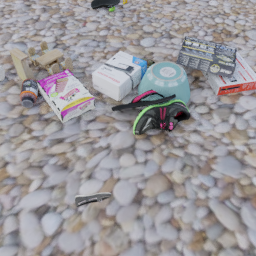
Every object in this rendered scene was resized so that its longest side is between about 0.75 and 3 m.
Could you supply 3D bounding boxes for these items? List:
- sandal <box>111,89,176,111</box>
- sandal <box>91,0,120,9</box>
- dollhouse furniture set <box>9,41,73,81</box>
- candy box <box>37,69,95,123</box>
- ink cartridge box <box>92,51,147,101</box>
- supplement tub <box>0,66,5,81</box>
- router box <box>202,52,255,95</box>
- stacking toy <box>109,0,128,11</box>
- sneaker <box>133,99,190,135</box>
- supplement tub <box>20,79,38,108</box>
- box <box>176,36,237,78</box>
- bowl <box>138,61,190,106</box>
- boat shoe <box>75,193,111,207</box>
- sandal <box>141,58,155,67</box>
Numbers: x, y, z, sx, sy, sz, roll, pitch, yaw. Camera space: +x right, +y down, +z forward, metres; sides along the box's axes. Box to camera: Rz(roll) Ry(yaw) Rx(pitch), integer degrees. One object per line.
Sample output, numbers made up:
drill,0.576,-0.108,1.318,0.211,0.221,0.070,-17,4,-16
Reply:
sandal,0.495,-1.011,9.754,2.312,0.868,0.521,-8,92,15
sandal,-1.170,-6.785,15.184,1.771,0.424,0.666,2,78,25
dollhouse furniture set,-3.566,-2.833,11.369,1.781,1.261,1.939,37,59,27
candy box,-2.315,-1.248,10.419,1.373,0.614,2.013,-28,55,-23
ink cartridge box,-0.312,-2.084,11.030,1.349,0.786,1.866,28,55,22
supplement tub,-5.517,-2.205,11.266,0.909,0.600,0.600,2,49,2
router box,4.055,-2.238,11.369,1.736,0.473,1.935,-9,50,-8
stacking toy,-0.913,-7.076,15.649,1.162,0.362,1.541,32,57,24
sneaker,1.168,-0.299,9.462,2.209,0.848,0.926,-24,51,-17
supplement tub,-3.702,-1.281,10.467,0.608,0.608,1.136,-5,49,-4
box,3.118,-2.847,11.006,2.176,0.534,1.754,16,41,8
bowl,1.397,-1.738,10.553,2.052,1.073,2.052,0,49,0
boat shoe,-0.878,1.823,7.086,0.936,0.313,0.267,-7,61,3
sandal,0.976,-2.758,11.937,1.064,0.304,0.422,30,55,23
